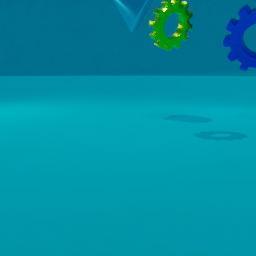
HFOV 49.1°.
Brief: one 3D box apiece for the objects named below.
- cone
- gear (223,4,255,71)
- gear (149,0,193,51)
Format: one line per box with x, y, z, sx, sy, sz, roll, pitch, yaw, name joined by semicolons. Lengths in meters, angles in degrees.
-0.106;-4.139;9.109;1.445;1.439;1.439;32;12;-2;cone
3.210;-2.137;6.690;1.729;1.729;0.320;7;42;30;gear
1.053;-2.483;6.760;1.172;1.172;0.217;-7;32;-32;gear
